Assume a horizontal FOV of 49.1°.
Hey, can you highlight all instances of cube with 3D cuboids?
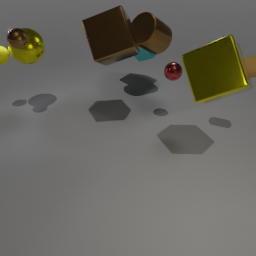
[{"bbox_3d":[0.836,-4.369,13.940,1.400,1.400,1.400,-55,25,-14],"label":"cube"},{"bbox_3d":[-0.530,-3.076,9.584,1.400,1.400,1.400,-16,3,12],"label":"cube"},{"bbox_3d":[2.530,-1.567,7.881,1.400,1.400,1.400,-18,-4,29],"label":"cube"}]

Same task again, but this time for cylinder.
[{"bbox_3d":[4.240,-2.038,9.255,0.700,0.700,0.700,3,27,36],"label":"cylinder"},{"bbox_3d":[0.990,-4.091,12.208,1.400,1.400,1.400,27,11,37],"label":"cylinder"}]

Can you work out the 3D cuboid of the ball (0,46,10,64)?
[{"bbox_3d":[-5.091,-2.891,11.144,0.700,0.700,0.700,0,31,0],"label":"ball"}]

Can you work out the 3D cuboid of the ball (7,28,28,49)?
[{"bbox_3d":[-3.831,-3.105,9.719,0.700,0.700,0.700,0,31,0],"label":"ball"}]

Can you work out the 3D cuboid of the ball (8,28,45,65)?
[{"bbox_3d":[-4.023,-3.246,11.155,1.400,1.400,1.400,0,31,0],"label":"ball"}]

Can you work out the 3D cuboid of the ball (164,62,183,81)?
[{"bbox_3d":[1.718,-2.151,10.651,0.700,0.700,0.700,0,31,0],"label":"ball"}]
